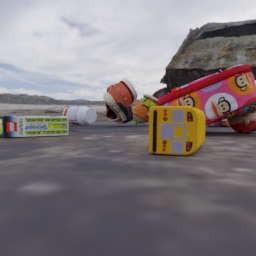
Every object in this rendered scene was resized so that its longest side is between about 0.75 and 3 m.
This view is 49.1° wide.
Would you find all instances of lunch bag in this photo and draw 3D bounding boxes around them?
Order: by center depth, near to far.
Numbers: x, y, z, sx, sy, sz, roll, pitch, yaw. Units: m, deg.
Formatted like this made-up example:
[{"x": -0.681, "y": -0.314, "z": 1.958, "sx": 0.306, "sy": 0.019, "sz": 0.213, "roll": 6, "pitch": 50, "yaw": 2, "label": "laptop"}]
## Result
[{"x": 1.366, "y": -0.404, "z": 5.044, "sx": 1.785, "sy": 0.830, "sz": 2.026, "roll": -22, "pitch": -4, "yaw": 20, "label": "lunch bag"}]

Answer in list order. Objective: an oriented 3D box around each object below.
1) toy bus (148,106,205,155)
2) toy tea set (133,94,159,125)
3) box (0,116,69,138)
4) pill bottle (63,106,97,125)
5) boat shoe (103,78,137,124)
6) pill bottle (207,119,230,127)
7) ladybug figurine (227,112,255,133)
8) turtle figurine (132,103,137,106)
[{"x": 0.445, "y": -0.004, "z": 2.486, "sx": 0.433, "sy": 0.360, "sz": 1.106, "roll": 1, "pitch": 2, "yaw": 19, "label": "toy bus"}, {"x": 0.978, "y": -0.392, "z": 10.392, "sx": 1.726, "sy": 1.074, "sz": 2.903, "roll": 29, "pitch": -3, "yaw": -2, "label": "toy tea set"}, {"x": -1.794, "y": -0.047, "z": 4.705, "sx": 0.960, "sy": 0.303, "sz": 1.745, "roll": -1, "pitch": 2, "yaw": -36, "label": "box"}, {"x": -1.881, "y": -0.479, "z": 10.915, "sx": 1.330, "sy": 0.729, "sz": 0.729, "roll": 2, "pitch": 3, "yaw": 40, "label": "pill bottle"}, {"x": -0.360, "y": -0.678, "z": 9.398, "sx": 0.935, "sy": 1.064, "sz": 2.989, "roll": -39, "pitch": -8, "yaw": -12, "label": "boat shoe"}, {"x": 2.778, "y": -0.332, "z": 8.875, "sx": 1.060, "sy": 0.605, "sz": 0.605, "roll": 2, "pitch": 3, "yaw": 35, "label": "pill bottle"}, {"x": 2.192, "y": -0.099, "z": 5.206, "sx": 0.647, "sy": 0.343, "sz": 0.953, "roll": -6, "pitch": 2, "yaw": 25, "label": "ladybug figurine"}, {"x": 1.566, "y": -0.611, "z": 13.372, "sx": 2.633, "sy": 0.848, "sz": 2.123, "roll": 13, "pitch": 4, "yaw": -30, "label": "turtle figurine"}]
